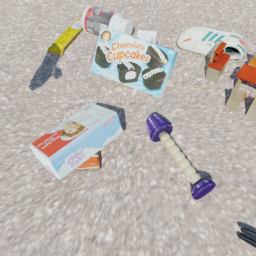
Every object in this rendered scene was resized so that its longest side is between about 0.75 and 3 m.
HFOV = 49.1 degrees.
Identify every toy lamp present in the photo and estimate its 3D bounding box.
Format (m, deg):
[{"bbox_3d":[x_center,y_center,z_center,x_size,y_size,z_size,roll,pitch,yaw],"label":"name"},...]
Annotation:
[{"bbox_3d":[1.446,0.713,8.392,0.843,0.843,2.895,-24,57,-17],"label":"toy lamp"}]

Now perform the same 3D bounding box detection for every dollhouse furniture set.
[{"bbox_3d":[4.249,-2.003,10.117,2.631,1.370,2.660,28,57,20],"label":"dollhouse furniture set"}]

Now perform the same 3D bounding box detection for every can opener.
[{"bbox_3d":[3.465,2.940,6.989,1.431,0.562,0.453,17,93,16],"label":"can opener"}]

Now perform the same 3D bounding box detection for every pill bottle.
[{"bbox_3d":[-0.877,-4.518,12.204,2.066,1.144,1.144,23,56,17],"label":"pill bottle"}]

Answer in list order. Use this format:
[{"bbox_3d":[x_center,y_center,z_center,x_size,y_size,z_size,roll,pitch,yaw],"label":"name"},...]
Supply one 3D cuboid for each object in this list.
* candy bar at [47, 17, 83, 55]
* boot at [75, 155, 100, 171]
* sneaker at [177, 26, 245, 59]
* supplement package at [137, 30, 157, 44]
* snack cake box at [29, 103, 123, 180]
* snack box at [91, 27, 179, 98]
[{"bbox_3d":[-2.550,-4.160,12.454,0.686,0.305,2.750,21,55,11],"label":"candy bar"},{"bbox_3d":[-1.316,1.023,8.334,0.957,0.359,0.513,-2,82,-10],"label":"boot"},{"bbox_3d":[3.392,-3.321,11.373,2.770,0.975,1.295,7,47,1],"label":"sneaker"},{"bbox_3d":[0.740,-3.240,10.999,0.729,1.332,0.758,7,91,6],"label":"supplement package"},{"bbox_3d":[-1.513,0.301,8.397,2.418,0.812,1.390,-37,37,-25],"label":"snack cake box"},{"bbox_3d":[0.164,-2.418,10.237,2.954,1.716,0.548,23,21,17],"label":"snack box"}]
